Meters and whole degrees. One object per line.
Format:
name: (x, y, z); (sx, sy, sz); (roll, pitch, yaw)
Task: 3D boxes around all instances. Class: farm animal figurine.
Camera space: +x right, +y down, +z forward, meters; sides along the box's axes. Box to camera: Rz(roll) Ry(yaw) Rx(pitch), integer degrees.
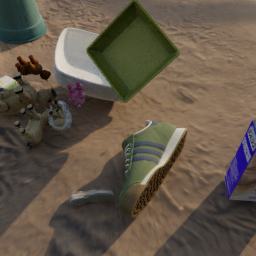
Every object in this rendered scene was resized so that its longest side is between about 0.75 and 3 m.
farm animal figurine: (-2.477, -0.667, 7.956); (2.683, 1.349, 2.167); (36, 74, 25)

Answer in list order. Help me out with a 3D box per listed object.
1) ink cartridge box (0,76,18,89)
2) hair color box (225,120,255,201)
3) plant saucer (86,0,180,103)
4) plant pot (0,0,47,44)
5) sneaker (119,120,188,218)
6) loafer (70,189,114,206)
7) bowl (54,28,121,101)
ink cartridge box: (-4.327, -1.471, 9.322); (1.054, 0.253, 0.767); (28, 53, 22)
hair color box: (2.911, 0.788, 5.901); (1.152, 2.107, 0.683); (4, 47, 3)
plant saucer: (0.127, -2.052, 7.678); (2.006, 2.003, 0.480); (54, 20, 11)
plant pot: (-4.515, -4.805, 11.237); (2.059, 2.017, 2.059); (-1, 46, 1)
sneaker: (0.321, 0.775, 6.766); (1.284, 0.959, 2.859); (23, 46, 23)
loafer: (-0.837, 1.527, 6.442); (1.001, 0.360, 0.315); (-9, 41, -5)
bowl: (-1.077, -1.900, 8.886); (2.546, 0.950, 2.543); (14, 46, -17)
